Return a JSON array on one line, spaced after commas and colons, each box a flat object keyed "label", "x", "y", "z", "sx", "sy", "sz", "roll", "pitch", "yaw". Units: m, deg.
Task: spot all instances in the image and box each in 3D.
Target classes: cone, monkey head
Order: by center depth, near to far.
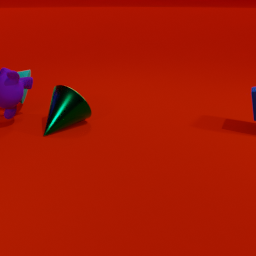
[{"label": "cone", "x": -1.757, "y": -0.237, "z": 7.094, "sx": 1.210, "sy": 1.210, "sz": 1.214, "roll": 15, "pitch": 56, "yaw": 29}, {"label": "monkey head", "x": -2.924, "y": -0.988, "z": 7.220, "sx": 1.073, "sy": 1.491, "sz": 0.899, "roll": -7, "pitch": 47, "yaw": -33}, {"label": "cone", "x": -3.500, "y": -1.333, "z": 8.183, "sx": 1.035, "sy": 1.031, "sz": 1.031, "roll": 14, "pitch": 22, "yaw": -15}]

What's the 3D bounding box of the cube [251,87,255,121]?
[{"label": "cube", "x": 3.472, "y": -0.640, "z": 6.894, "sx": 0.748, "sy": 0.748, "sz": 0.748, "roll": -5, "pitch": 13, "yaw": 25}]
